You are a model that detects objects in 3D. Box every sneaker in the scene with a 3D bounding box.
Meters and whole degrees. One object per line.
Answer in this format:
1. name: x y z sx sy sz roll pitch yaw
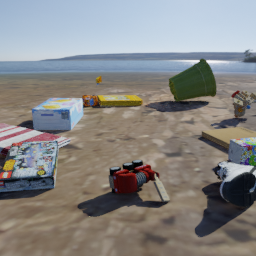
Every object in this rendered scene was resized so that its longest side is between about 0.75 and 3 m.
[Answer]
1. sneaker: 2.254 1.184 6.134 1.875 0.707 1.079 -4 4 -44

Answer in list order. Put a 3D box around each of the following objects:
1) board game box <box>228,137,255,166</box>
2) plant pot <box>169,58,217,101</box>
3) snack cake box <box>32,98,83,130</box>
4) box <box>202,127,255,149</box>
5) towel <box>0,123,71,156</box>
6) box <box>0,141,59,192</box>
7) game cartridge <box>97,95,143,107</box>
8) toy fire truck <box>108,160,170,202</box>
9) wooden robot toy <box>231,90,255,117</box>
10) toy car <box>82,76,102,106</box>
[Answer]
1. board game box: 3.540 0.653 7.878 1.192 0.625 0.614 -4 16 -13
2. plant pot: 3.918 -2.798 17.725 2.402 2.529 2.529 -19 16 0
3. snack cake box: -2.975 -0.671 12.306 1.545 0.903 2.687 -1 15 1
4. box: 3.880 0.394 9.621 1.797 0.234 2.198 -5 16 -17
5. towel: -3.644 0.413 9.105 2.904 0.330 2.092 11 16 17
6. box: -2.417 0.883 7.012 1.234 0.359 1.802 -3 25 -10
7. game cartridge: -0.532 -1.717 17.218 2.553 0.414 2.251 -4 16 -11
8. toy fire truck: 0.281 1.191 6.030 1.008 0.737 1.145 -11 8 -38
9. wooden robot toy: 5.340 -1.071 13.281 1.079 1.111 2.449 40 40 23
10. toy car: -2.192 -2.090 16.059 1.012 2.062 0.686 21 33 11
